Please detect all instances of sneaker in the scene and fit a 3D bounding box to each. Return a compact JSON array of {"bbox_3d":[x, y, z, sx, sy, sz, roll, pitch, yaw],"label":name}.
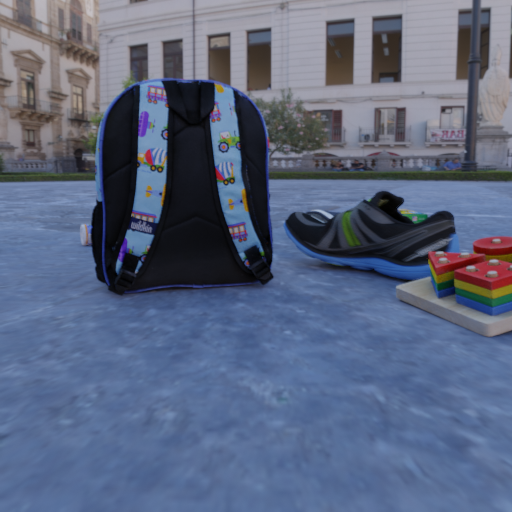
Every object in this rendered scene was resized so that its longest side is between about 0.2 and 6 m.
[{"bbox_3d":[1.973,-0.454,9.871,3.389,1.404,1.201,11,9,43],"label":"sneaker"},{"bbox_3d":[2.235,-0.641,12.466,1.617,0.851,2.238,-14,21,-33],"label":"sneaker"}]

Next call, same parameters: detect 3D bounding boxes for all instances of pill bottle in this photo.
[{"bbox_3d":[-3.597,-0.502,12.994,0.876,0.491,0.491,-5,11,-27],"label":"pill bottle"}]

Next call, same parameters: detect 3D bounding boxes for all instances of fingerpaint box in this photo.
[{"bbox_3d":[3.536,-0.911,15.007,1.637,0.600,1.366,-1,10,-8],"label":"fingerpaint box"}]

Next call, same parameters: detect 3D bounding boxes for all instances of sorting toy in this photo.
[{"bbox_3d":[3.081,0.255,7.304,1.837,0.639,1.826,-14,15,-18],"label":"sorting toy"}]

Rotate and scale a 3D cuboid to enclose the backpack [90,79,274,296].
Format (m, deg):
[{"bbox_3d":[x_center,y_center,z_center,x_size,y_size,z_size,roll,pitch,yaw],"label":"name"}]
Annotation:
[{"bbox_3d":[-1.195,-1.111,8.852,2.835,3.105,2.089,-4,11,-16],"label":"backpack"}]
